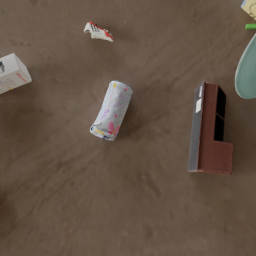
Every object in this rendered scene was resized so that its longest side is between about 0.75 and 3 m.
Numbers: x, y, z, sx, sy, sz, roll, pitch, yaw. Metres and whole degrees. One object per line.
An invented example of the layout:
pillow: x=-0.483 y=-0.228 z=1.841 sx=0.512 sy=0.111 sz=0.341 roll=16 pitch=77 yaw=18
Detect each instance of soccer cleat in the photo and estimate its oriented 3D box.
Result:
soccer cleat: x=-0.873 y=-2.794 z=8.357 sx=0.976 sy=0.335 sz=0.416 roll=36 pitch=91 yaw=9

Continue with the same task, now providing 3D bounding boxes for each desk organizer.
desk organizer: x=2.282 y=0.037 z=7.595 sx=0.925 sy=0.861 sz=2.402 roll=7 pitch=81 yaw=-1

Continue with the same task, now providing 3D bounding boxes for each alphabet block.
alphabet block: x=4.051 y=-3.782 z=8.252 sx=0.852 sy=0.848 sz=0.868 roll=-44 pitch=82 yaw=-5

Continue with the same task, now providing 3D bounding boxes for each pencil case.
pencil case: x=-0.458 y=-0.464 z=7.748 sx=0.741 sy=0.679 sz=1.634 roll=26 pitch=79 yaw=-21

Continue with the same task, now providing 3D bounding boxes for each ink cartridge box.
ink cartridge box: x=-3.515 y=-1.424 z=7.775 sx=1.320 sy=0.974 sz=0.565 roll=-25 pitch=82 yaw=-5

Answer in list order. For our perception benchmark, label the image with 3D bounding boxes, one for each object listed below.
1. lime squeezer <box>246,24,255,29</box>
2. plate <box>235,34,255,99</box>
lime squeezer: x=4.966 y=-3.521 z=8.374 sx=2.831 sy=0.534 sz=1.000 roll=-35 pitch=82 yaw=-5
plate: x=2.646 y=-1.250 z=4.748 sx=1.935 sy=1.935 sz=0.247 roll=-33 pitch=52 yaw=-5
